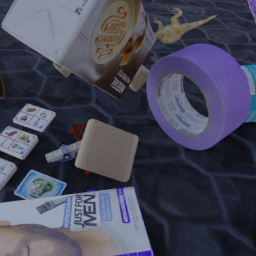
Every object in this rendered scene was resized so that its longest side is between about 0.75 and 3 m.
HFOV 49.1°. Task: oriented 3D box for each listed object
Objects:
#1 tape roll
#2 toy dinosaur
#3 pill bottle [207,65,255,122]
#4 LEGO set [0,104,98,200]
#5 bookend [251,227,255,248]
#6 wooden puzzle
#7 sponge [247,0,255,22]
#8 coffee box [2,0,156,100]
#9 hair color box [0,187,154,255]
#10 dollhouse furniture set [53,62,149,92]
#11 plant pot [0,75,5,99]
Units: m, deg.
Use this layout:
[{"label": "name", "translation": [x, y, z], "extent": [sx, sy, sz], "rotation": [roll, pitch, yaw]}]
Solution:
[{"label": "tape roll", "translation": [1.485, -0.679, 6.278], "extent": [0.933, 2.195, 2.195], "rotation": [-28, 48, -29]}, {"label": "toy dinosaur", "translation": [0.982, -2.069, 5.840], "extent": [1.660, 0.483, 0.839], "rotation": [-12, 50, 19]}, {"label": "pill bottle", "translation": [3.441, -0.887, 7.089], "extent": [2.596, 1.438, 1.438], "rotation": [-4, 41, -4]}, {"label": "LEGO set", "translation": [-1.639, 0.703, 6.180], "extent": [2.911, 0.714, 2.174], "rotation": [16, 55, 19]}, {"label": "bookend", "translation": [2.615, 2.034, 4.524], "extent": [0.890, 0.410, 0.885], "rotation": [1, 42, 0]}, {"label": "wooden puzzle", "translation": [-0.428, 0.481, 5.932], "extent": [1.167, 0.217, 1.080], "rotation": [20, 68, -14]}, {"label": "sponge", "translation": [2.521, -3.527, 6.047], "extent": [0.419, 2.812, 1.568], "rotation": [-19, 38, 32]}, {"label": "coffee box", "translation": [-0.497, -1.481, 4.431], "extent": [1.014, 2.543, 1.454], "rotation": [33, 94, 14]}, {"label": "hair color box", "translation": [-1.122, 1.767, 4.165], "extent": [2.773, 0.899, 1.515], "rotation": [-7, 22, -6]}, {"label": "dollhouse furniture set", "translation": [-0.614, -1.862, 9.189], "extent": [2.631, 2.084, 1.867], "rotation": [43, 11, 12]}, {"label": "plant pot", "translation": [-4.490, -1.343, 7.652], "extent": [1.590, 1.606, 1.606], "rotation": [-17, 43, -8]}]
